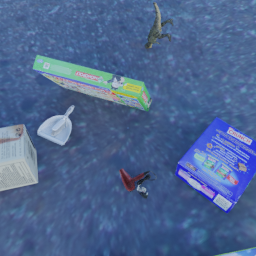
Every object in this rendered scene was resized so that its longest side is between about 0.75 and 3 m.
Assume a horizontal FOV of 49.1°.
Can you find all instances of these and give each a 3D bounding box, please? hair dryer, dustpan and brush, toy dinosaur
[{"bbox_3d":[0.190,1.246,6.852,0.922,0.251,0.703,21,96,9],"label":"hair dryer"},{"bbox_3d":[-1.834,-0.170,7.801,0.863,0.354,1.236,22,45,10],"label":"dustpan and brush"},{"bbox_3d":[1.073,-3.284,9.369,0.846,1.921,0.456,-2,59,-9],"label":"toy dinosaur"}]

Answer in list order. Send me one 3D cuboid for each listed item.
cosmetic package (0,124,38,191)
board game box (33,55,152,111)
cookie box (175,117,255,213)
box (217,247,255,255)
[{"bbox_3d":[-3.505,0.856,6.627,2.421,1.251,1.056,-11,53,-10],"label":"cosmetic package"},{"bbox_3d":[-0.861,-1.194,7.802,2.900,1.952,0.422,17,88,13],"label":"board game box"},{"bbox_3d":[2.337,0.854,6.956,1.567,0.688,1.832,36,61,21],"label":"cookie box"},{"bbox_3d":[1.722,3.300,5.221,2.684,0.640,1.637,-8,58,-7],"label":"box"}]
